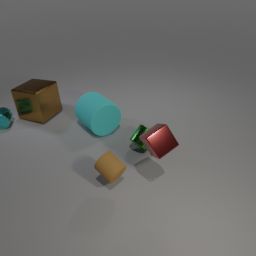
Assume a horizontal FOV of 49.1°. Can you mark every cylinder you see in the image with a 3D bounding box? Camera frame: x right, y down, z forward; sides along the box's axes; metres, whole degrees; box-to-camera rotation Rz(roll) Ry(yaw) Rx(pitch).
[{"bbox_3d":[-5.284,-0.410,11.777,0.700,0.700,0.700,-5,32,-7],"label":"cylinder"},{"bbox_3d":[-0.527,1.170,8.355,0.700,0.700,0.700,42,47,17],"label":"cylinder"},{"bbox_3d":[0.538,0.342,10.244,0.700,0.700,0.700,31,84,39],"label":"cylinder"},{"bbox_3d":[-1.227,-0.588,11.380,1.400,1.400,1.400,-21,37,-29],"label":"cylinder"}]

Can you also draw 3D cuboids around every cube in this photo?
[{"bbox_3d":[-3.971,-1.234,12.320,1.400,1.400,1.400,10,33,23],"label":"cube"},{"bbox_3d":[0.853,0.352,7.814,0.700,0.700,0.700,-35,10,-10],"label":"cube"}]
